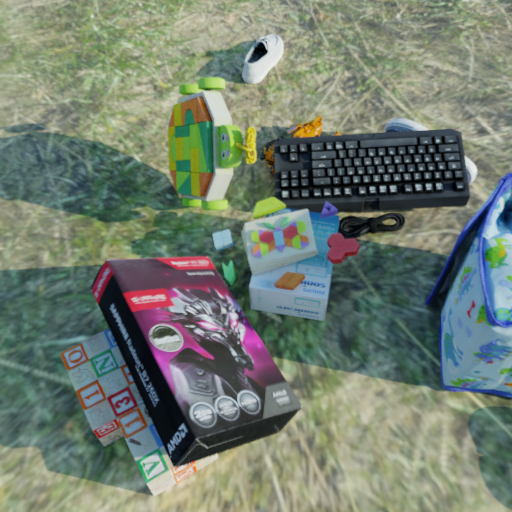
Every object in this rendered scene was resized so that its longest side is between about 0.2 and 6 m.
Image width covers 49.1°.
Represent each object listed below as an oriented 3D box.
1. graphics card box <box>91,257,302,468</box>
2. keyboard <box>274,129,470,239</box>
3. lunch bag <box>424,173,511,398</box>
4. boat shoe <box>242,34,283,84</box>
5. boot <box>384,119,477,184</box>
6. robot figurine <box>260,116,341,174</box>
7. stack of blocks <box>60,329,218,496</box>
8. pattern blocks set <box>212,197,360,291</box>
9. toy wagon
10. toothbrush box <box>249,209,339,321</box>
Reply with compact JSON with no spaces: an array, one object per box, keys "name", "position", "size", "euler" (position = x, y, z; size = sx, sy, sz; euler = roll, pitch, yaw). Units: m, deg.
[{"name":"graphics card box","position":[-0.981,1.395,8.639],"size":[2.051,0.831,3.269],"euler":[0,46,-43]},{"name":"keyboard","position":[2.268,-1.445,11.187],"size":[3.775,0.484,2.267],"euler":[-3,77,6]},{"name":"lunch bag","position":[3.882,0.484,9.030],"size":[1.830,2.441,2.871],"euler":[8,55,5]},{"name":"boat shoe","position":[0.155,-5.151,14.163],"size":[0.682,0.649,1.896],"euler":[24,58,17]},{"name":"boot","position":[3.457,-2.020,11.824],"size":[2.217,0.806,1.001],"euler":[37,67,22]},{"name":"robot figurine","position":[0.949,-2.319,12.201],"size":[1.773,0.516,1.286],"euler":[-35,66,-22]},{"name":"stack of blocks","position":[-1.849,2.328,8.738],"size":[1.466,0.746,2.547],"euler":[-26,59,-18]},{"name":"pattern blocks set","position":[0.419,-0.276,9.871],"size":[2.317,0.188,2.036],"euler":[-25,52,-2]},{"name":"toy wagon","position":[-0.919,-2.048,10.401],"size":[0.606,2.376,3.062],"euler":[-6,11,-25]},{"name":"toothbrush box","position":[0.718,0.114,10.294],"size":[1.387,0.808,1.894],"euler":[9,56,8]}]
